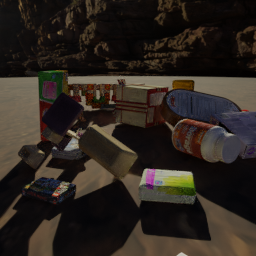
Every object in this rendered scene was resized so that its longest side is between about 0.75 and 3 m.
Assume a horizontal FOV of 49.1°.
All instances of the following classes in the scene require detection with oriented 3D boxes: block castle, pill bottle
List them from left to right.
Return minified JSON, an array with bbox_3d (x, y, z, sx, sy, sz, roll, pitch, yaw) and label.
[{"bbox_3d":[-1.948,-1.743,15.330,2.824,1.325,1.887,-4,8,-30],"label":"block castle"},{"bbox_3d":[1.982,0.342,7.215,0.919,0.919,1.639,-8,15,-32],"label":"pill bottle"}]

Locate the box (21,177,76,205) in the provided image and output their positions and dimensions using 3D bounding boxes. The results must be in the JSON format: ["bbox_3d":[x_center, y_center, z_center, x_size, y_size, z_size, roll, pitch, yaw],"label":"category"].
[{"bbox_3d":[-1.502,1.178,5.336,0.851,0.160,0.581,6,15,25],"label":"box"}]

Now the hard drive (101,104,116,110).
[{"bbox_3d":[-0.454,-1.072,14.160,1.756,0.289,1.225,-1,3,-2],"label":"hard drive"}]

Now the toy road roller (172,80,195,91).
[{"bbox_3d":[2.560,-1.409,12.939,1.420,1.687,2.310,3,14,11],"label":"toy road roller"}]

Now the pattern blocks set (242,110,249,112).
[{"bbox_3d":[5.435,-0.627,13.008,1.730,0.140,1.521,-8,15,-30],"label":"pattern blocks set"}]

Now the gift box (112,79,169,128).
[{"bbox_3d":[0.395,-1.028,11.254,1.773,1.752,1.898,13,12,38],"label":"gift box"}]

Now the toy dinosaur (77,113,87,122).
[{"bbox_3d":[-2.275,-0.394,11.105,1.014,0.642,1.497,9,20,10],"label":"toy dinosaur"}]

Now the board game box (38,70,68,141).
[{"bbox_3d":[-2.461,-0.822,9.435,0.435,2.158,1.651,3,14,5],"label":"board game box"}]

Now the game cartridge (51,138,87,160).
[{"bbox_3d":[-1.477,0.549,7.839,0.910,0.284,1.366,9,15,18],"label":"game cartridge"}]

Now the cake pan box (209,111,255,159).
[{"bbox_3d":[3.574,0.125,8.093,1.964,0.514,1.809,-5,29,-17],"label":"cake pan box"}]

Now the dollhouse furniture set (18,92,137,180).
[{"bbox_3d":[-0.984,0.723,6.846,2.372,1.879,1.683,34,-4,23],"label":"dollhouse furniture set"}]

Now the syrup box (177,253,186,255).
[{"bbox_3d":[0.381,1.675,2.724,0.984,0.401,0.387,-14,20,-42],"label":"syrup box"}]

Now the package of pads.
[{"bbox_3d":[0.749,1.089,5.319,1.018,0.347,0.786,3,15,9],"label":"package of pads"}]

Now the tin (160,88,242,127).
[{"bbox_3d":[2.511,-0.557,9.515,2.839,0.594,1.589,12,44,-1],"label":"tin"}]
